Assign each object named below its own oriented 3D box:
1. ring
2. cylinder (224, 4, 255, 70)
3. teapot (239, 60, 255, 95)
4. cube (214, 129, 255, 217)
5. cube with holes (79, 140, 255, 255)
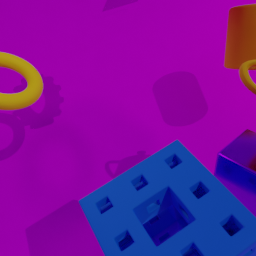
[{"bbox_3d":[-2.150,-0.837,4.833,1.338,0.268,1.338,18,44,-17],"label":"ring"},{"bbox_3d":[2.494,-1.730,5.409,1.129,1.129,1.129,0,107,0],"label":"cylinder"},{"bbox_3d":[2.360,-0.592,3.297,2.038,1.267,0.998,2,80,4],"label":"teapot"},{"bbox_3d":[1.760,0.633,3.942,0.783,0.783,0.783,-30,43,-31],"label":"cube"},{"bbox_3d":[0.480,1.251,3.156,1.312,1.312,1.312,-30,47,-11],"label":"cube with holes"}]
